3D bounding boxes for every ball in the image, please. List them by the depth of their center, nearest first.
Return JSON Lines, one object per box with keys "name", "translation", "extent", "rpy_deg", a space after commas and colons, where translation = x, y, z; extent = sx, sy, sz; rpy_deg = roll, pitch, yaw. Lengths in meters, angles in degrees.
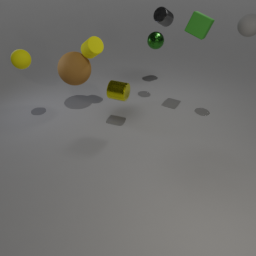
{"name": "ball", "translation": [3.811, -3.227, 8.803], "extent": [0.700, 0.700, 0.700], "rpy_deg": [0, 32, 0]}
{"name": "ball", "translation": [-3.865, -2.484, 10.119], "extent": [0.700, 0.700, 0.700], "rpy_deg": [0, 32, 0]}
{"name": "ball", "translation": [1.137, -3.592, 11.503], "extent": [0.700, 0.700, 0.700], "rpy_deg": [0, 32, 0]}
{"name": "ball", "translation": [-2.247, -2.494, 11.782], "extent": [1.400, 1.400, 1.400], "rpy_deg": [0, 32, 0]}

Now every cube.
{"name": "cube", "translation": [2.487, -3.569, 9.734], "extent": [0.700, 0.700, 0.700], "rpy_deg": [32, 29, 9]}

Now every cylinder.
{"name": "cylinder", "translation": [-0.353, -1.396, 10.495], "extent": [0.700, 0.700, 0.700], "rpy_deg": [13, 34, 17]}
{"name": "cylinder", "translation": [-1.429, -3.199, 11.156], "extent": [0.700, 0.700, 0.700], "rpy_deg": [-23, 8, -32]}
{"name": "cylinder", "translation": [1.629, -5.079, 12.807], "extent": [0.700, 0.700, 0.700], "rpy_deg": [24, 14, 33]}
